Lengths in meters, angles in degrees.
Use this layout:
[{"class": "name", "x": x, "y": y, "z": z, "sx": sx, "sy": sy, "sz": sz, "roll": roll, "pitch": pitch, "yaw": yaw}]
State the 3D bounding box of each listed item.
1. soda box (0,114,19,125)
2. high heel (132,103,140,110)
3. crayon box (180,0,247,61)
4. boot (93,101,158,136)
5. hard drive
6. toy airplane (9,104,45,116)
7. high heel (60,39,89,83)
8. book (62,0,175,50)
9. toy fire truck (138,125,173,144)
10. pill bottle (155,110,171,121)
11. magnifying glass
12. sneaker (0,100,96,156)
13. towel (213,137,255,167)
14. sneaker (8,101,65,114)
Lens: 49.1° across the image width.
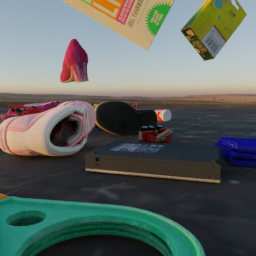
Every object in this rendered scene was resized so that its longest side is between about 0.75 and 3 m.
[{"class": "soda box", "x": -3.660, "y": -0.220, "z": 10.085, "sx": 1.857, "sy": 0.589, "sz": 0.650, "roll": -3, "pitch": 6, "yaw": -32}, {"class": "high heel", "x": 0.059, "y": -0.626, "z": 12.282, "sx": 0.684, "sy": 0.975, "sz": 2.027, "roll": 1, "pitch": 6, "yaw": 11}, {"class": "crayon box", "x": 2.474, "y": -2.993, "z": 7.971, "sx": 1.185, "sy": 1.866, "sz": 0.474, "roll": 45, "pitch": -15, "yaw": -20}, {"class": "boot", "x": -0.575, "y": -0.352, "z": 9.203, "sx": 2.075, "sy": 1.008, "sz": 2.755, "roll": 6, "pitch": 5, "yaw": 42}, {"class": "hard drive", "x": 0.478, "y": 0.465, "z": 4.349, "sx": 1.879, "sy": 0.309, "sz": 1.311, "roll": 2, "pitch": 6, "yaw": 18}, {"class": "toy airplane", "x": -2.898, "y": -0.405, "z": 9.869, "sx": 2.650, "sy": 0.487, "sz": 2.650, "roll": 24, "pitch": 7, "yaw": -3}, {"class": "high heel", "x": -1.451, "y": -1.663, "z": 7.163, "sx": 0.688, "sy": 0.980, "sz": 2.044, "roll": -13, "pitch": 14, "yaw": -14}, {"class": "book", "x": -0.230, "y": -3.011, "z": 6.156, "sx": 2.422, "sy": 1.618, "sz": 0.582, "roll": 28, "pitch": 44, "yaw": -4}, {"class": "toy fire truck", "x": 0.776, "y": 0.177, "z": 6.669, "sx": 0.762, "sy": 0.557, "sz": 0.866, "roll": -3, "pitch": 17, "yaw": -34}, {"class": "pill bottle", "x": 1.737, "y": -0.673, "z": 14.807, "sx": 0.599, "sy": 0.599, "sz": 1.066, "roll": -3, "pitch": 6, "yaw": -32}, {"class": "magnifying glass", "x": -0.819, "y": 0.697, "z": 2.087, "sx": 2.811, "sy": 0.315, "sz": 1.119, "roll": 3, "pitch": 6, "yaw": 36}, {"class": "sneaker", "x": -1.143, "y": -0.020, "z": 5.814, "sx": 1.385, "sy": 0.997, "sz": 2.649, "roll": -1, "pitch": 11, "yaw": 29}, {"class": "towel", "x": 2.193, "y": 0.376, "z": 5.028, "sx": 1.080, "sy": 0.362, "sz": 1.462, "roll": 0, "pitch": 5, "yaw": 8}, {"class": "sneaker", "x": -3.442, "y": -0.584, "z": 11.330, "sx": 2.656, "sy": 1.080, "sz": 1.172, "roll": -2, "pitch": 8, "yaw": -23}]
